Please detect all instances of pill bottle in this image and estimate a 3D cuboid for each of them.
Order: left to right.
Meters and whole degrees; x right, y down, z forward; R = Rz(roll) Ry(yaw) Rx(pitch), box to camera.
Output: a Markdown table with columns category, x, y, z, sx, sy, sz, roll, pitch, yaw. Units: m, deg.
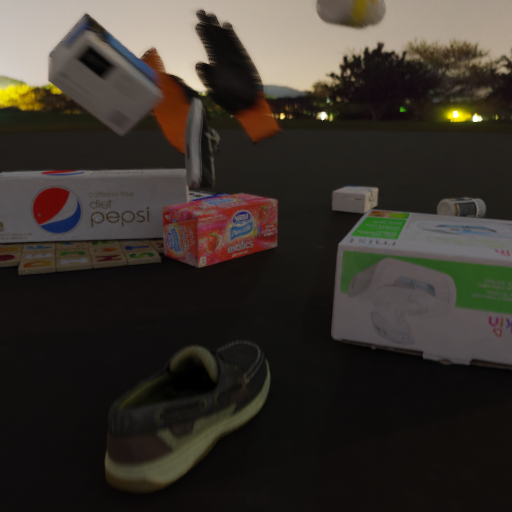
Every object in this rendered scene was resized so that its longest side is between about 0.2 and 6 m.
| category | x | y | z | sx | sy | sz | roll | pitch | yaw |
| --- | --- | --- | --- | --- | --- | --- | --- | --- | --- |
| pill bottle | 1.244 | -3.182 | 7.159 | 0.517 | 0.517 | 0.929 | 15 | 20 | 42 |
| pill bottle | 5.040 | -1.119 | 13.743 | 1.048 | 0.610 | 0.610 | -5 | 17 | -19 |

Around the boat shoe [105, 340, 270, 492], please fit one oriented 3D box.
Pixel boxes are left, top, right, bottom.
| category | x | y | z | sx | sy | sz | roll | pitch | yaw |
| --- | --- | --- | --- | --- | --- | --- | --- | --- | --- |
| boat shoe | -0.519 | 1.239 | 5.292 | 0.847 | 0.779 | 2.370 | 8 | 18 | 26 |

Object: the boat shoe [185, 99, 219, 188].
| category | x | y | z | sx | sy | sz | roll | pitch | yaw |
| --- | --- | --- | --- | --- | --- | --- | --- | --- | --- |
| boat shoe | -1.004 | -2.134 | 10.684 | 0.597 | 1.747 | 0.645 | 3 | -18 | -21 |

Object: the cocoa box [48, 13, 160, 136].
| category | x | y | z | sx | sy | sz | roll | pitch | yaw |
| --- | --- | --- | --- | --- | --- | --- | --- | --- | --- |
| cocoa box | -2.860 | -3.397 | 10.562 | 1.738 | 1.159 | 1.140 | 35 | 25 | -41 |

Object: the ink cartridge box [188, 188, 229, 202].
| category | x | y | z | sx | sy | sz | roll | pitch | yaw |
| --- | --- | --- | --- | --- | --- | --- | --- | --- | --- |
| ink cartridge box | -1.340 | -1.261 | 14.283 | 2.579 | 0.570 | 1.212 | 15 | 23 | 40 |

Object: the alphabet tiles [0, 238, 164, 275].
| category | x | y | z | sx | sy | sz | roll | pitch | yaw |
| --- | --- | --- | --- | --- | --- | --- | --- | --- | --- |
| alphabet tiles | -3.462 | -0.216 | 11.481 | 3.740 | 0.118 | 3.112 | -5 | 17 | -18 |

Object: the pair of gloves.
| category | x | y | z | sx | sy | sz | roll | pitch | yaw |
| --- | --- | --- | --- | --- | --- | --- | --- | --- | --- |
| pair of gloves | -1.168 | -3.451 | 12.042 | 3.200 | 2.851 | 0.396 | -13 | 22 | 44 |

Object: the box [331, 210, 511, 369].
| category | x | y | z | sx | sy | sz | roll | pitch | yaw |
| --- | --- | --- | --- | --- | --- | --- | --- | --- | --- |
| box | 2.623 | 0.340 | 7.459 | 2.787 | 1.348 | 2.460 | 7 | 16 | 19 |

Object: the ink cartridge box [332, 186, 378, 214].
| category | x | y | z | sx | sy | sz | roll | pitch | yaw |
| --- | --- | --- | --- | --- | --- | --- | --- | --- | --- |
| ink cartridge box | 2.710 | -1.555 | 15.349 | 0.928 | 0.536 | 1.272 | 8 | 18 | 27 |

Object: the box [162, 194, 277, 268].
| category | x | y | z | sx | sy | sz | roll | pitch | yaw |
| --- | --- | --- | --- | --- | --- | --- | --- | --- | --- |
| box | -0.677 | -0.564 | 11.073 | 2.150 | 1.018 | 1.103 | -15 | 22 | -42 |

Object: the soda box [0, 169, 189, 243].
| category | x | y | z | sx | sy | sz | roll | pitch | yaw |
| --- | --- | --- | --- | --- | --- | --- | --- | --- | --- |
| soda box | -3.440 | -1.110 | 11.931 | 3.974 | 1.354 | 1.265 | -2 | 15 | -8 |
